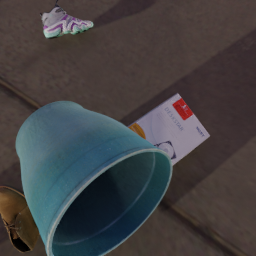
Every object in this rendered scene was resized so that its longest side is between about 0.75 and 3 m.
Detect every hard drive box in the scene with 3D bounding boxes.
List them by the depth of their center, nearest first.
[{"bbox_3d":[0.817,0.188,6.494,1.654,0.635,1.289,-35,84,-20],"label":"hard drive box"}]

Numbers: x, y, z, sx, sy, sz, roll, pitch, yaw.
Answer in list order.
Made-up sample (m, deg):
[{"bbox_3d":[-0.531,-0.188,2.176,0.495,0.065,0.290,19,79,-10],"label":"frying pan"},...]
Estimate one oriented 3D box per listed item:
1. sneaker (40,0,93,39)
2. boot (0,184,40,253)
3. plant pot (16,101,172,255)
[{"bbox_3d":[-1.839,-3.323,8.319,1.508,0.586,1.055,-19,102,-22],"label":"sneaker"},{"bbox_3d":[-2.108,1.730,5.304,0.575,1.562,0.589,-15,31,6],"label":"boot"},{"bbox_3d":[-0.913,0.773,5.456,2.582,2.582,2.426,-36,53,-18],"label":"plant pot"}]
